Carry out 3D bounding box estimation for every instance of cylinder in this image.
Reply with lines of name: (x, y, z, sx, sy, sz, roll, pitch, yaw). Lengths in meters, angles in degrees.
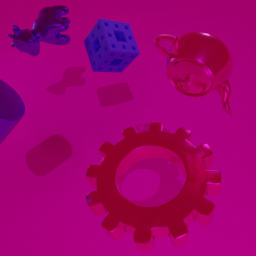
cylinder: (-2.047, -0.151, 3.826, 0.908, 0.908, 0.908, -45, 52, 19)

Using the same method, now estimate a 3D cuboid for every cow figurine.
cow figurine: (-2.046, -2.305, 6.557, 1.350, 0.753, 1.372, -3, 59, -7)

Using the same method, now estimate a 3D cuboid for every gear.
gear: (0.373, 0.826, 4.477, 2.075, 0.384, 2.075, -7, 49, 8)

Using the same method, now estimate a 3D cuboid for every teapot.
teapot: (0.905, -0.734, 3.635, 1.385, 0.861, 0.678, 38, 60, -7)

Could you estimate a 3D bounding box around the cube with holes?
cube with holes: (-0.368, -1.770, 6.151, 0.785, 0.785, 0.785, -6, 71, -37)
